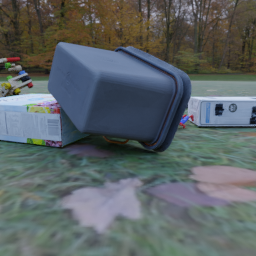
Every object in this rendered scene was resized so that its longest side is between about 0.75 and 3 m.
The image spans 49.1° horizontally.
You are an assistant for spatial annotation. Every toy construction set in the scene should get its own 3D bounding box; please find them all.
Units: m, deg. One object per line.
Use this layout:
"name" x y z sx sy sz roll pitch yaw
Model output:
"toy construction set" -5.642 -2.024 12.978 1.946 2.333 1.793 -1 13 39

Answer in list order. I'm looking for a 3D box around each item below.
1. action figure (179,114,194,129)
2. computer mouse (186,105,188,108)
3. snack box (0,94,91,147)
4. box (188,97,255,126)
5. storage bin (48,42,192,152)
"action figure" 1.461 -0.148 8.126 0.425 0.336 1.300 10 16 40
"computer mouse" 2.050 -1.038 12.040 2.998 0.510 0.879 -1 11 -7
"snack box" -2.279 -0.348 7.497 2.894 0.979 2.440 3 13 21
"box" 3.347 -0.556 8.804 2.637 0.793 1.538 -1 10 -2
"storage bin" -0.463 -0.694 5.859 1.855 2.010 2.761 5 25 -34
